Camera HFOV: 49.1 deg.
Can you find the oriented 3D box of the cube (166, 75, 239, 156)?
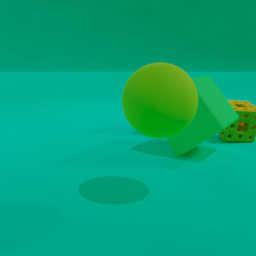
[{"bbox_3d":[1.285,-0.263,5.453,1.061,1.061,1.061,-40,-12,37],"label":"cube"}]

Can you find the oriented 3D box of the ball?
[{"bbox_3d":[0.374,-0.322,3.338,0.894,0.894,0.894,0,12,0],"label":"ball"}]

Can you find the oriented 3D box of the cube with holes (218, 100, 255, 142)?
[{"bbox_3d":[2.461,-0.175,6.369,0.718,0.718,0.718,3,24,-6],"label":"cube with holes"}]
